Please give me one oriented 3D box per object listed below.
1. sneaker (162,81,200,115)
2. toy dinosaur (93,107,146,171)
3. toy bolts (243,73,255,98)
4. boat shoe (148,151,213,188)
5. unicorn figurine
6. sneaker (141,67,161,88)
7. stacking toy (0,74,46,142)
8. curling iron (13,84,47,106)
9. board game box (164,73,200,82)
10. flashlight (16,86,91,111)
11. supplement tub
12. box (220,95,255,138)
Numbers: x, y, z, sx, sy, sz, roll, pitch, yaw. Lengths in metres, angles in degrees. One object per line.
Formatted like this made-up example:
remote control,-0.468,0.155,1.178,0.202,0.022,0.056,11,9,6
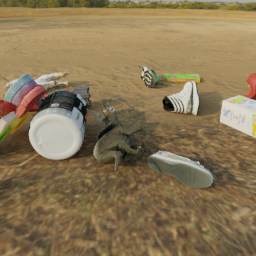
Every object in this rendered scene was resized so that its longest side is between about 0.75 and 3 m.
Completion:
sneaker,2.034,-1.286,11.048,1.338,0.878,2.326,4,29,5
toy dinosaur,-0.322,0.518,7.630,1.506,1.133,2.944,-8,32,10
toy bolts,6.181,-1.988,11.330,2.464,2.354,1.709,-34,46,-21
boat shoe,1.321,0.956,6.951,1.718,0.633,0.551,13,33,38
unicorn figurine,-3.908,-1.920,12.338,2.026,1.090,2.950,2,11,17
sneaker,1.244,-2.517,13.717,0.898,0.779,2.027,3,28,-12
stacking toy,-3.518,-0.490,7.950,0.960,2.272,2.057,42,38,-9
curling iron,-4.693,-1.092,11.010,2.992,0.742,0.382,-23,4,-25
board game box,2.733,-2.563,14.278,1.757,0.263,0.839,5,27,5
flashlight,-2.833,-1.193,10.716,2.723,0.925,0.922,-6,-5,-2
supplement tub,-1.977,-0.259,8.373,1.471,1.471,2.401,-2,28,-3
box,4.046,-0.391,9.335,0.917,0.826,1.630,-17,32,-29
